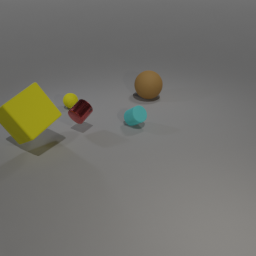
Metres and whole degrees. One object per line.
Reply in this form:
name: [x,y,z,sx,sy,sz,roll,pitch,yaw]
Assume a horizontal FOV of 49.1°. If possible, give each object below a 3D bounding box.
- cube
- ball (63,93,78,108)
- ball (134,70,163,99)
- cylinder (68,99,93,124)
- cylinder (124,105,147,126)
cube: [-3.435,-0.463,9.552,1.400,1.400,1.400,-14,28,51]
ball: [-2.670,-1.276,13.025,0.700,0.700,0.700,0,29,0]
ball: [1.015,-2.141,13.887,1.400,1.400,1.400,0,29,0]
cylinder: [-1.830,-0.633,10.785,0.700,0.700,0.700,19,56,30]
cylinder: [0.299,-0.497,11.413,0.700,0.700,0.700,-22,1,-34]
